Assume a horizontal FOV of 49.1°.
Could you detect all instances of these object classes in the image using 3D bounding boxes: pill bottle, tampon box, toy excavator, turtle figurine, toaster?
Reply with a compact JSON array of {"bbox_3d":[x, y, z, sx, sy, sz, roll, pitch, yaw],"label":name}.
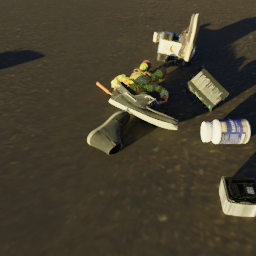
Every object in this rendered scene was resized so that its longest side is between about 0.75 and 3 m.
[{"bbox_3d":[2.726,0.101,7.903,1.212,0.702,0.702,-1,37,-1],"label":"pill bottle"},{"bbox_3d":[2.561,-1.199,8.991,0.700,0.832,1.110,-42,77,8],"label":"tampon box"},{"bbox_3d":[2.037,-3.901,13.022,2.421,1.244,2.490,18,28,20],"label":"toy excavator"},{"bbox_3d":[0.399,-1.795,10.252,2.726,0.878,2.198,15,38,22],"label":"turtle figurine"},{"bbox_3d":[2.481,1.522,6.178,0.755,0.496,0.835,3,37,4],"label":"toaster"}]

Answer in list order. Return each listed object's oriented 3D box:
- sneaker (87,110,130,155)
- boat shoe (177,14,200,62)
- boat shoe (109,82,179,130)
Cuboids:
[{"bbox_3d":[-0.293,0.157,8.010,0.860,0.606,1.620,32,55,27],"label":"sneaker"},{"bbox_3d":[1.712,-2.586,8.040,0.479,1.478,0.532,22,57,15],"label":"boat shoe"},{"bbox_3d":[0.504,-0.691,8.607,2.545,0.860,0.914,30,4,33],"label":"boat shoe"}]
